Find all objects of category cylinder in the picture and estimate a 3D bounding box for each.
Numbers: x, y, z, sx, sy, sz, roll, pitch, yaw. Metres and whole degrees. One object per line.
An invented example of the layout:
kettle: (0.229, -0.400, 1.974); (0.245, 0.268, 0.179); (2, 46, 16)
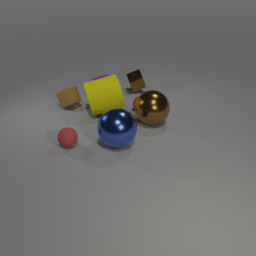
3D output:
cylinder: (-1.005, -1.386, 11.835); (1.400, 1.400, 1.400); (-17, 32, -6)

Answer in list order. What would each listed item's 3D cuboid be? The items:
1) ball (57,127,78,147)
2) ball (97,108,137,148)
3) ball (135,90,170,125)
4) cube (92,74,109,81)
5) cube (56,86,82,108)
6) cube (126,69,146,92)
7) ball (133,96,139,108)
ball: (-2.117, 0.321, 9.824); (0.700, 0.700, 0.700); (0, 30, 0)
ball: (-0.375, 0.002, 9.763); (1.400, 1.400, 1.400); (0, 30, 0)
ball: (0.963, -0.804, 11.139); (1.400, 1.400, 1.400); (0, 30, 0)
cube: (-1.262, -2.215, 13.853); (0.700, 0.700, 0.700); (-14, 7, 20)
cube: (-2.644, -1.377, 12.522); (0.700, 0.700, 0.700); (-17, 7, 38)
cube: (0.413, -2.354, 13.940); (0.700, 0.700, 0.700); (-21, 52, 5)
ball: (0.565, -1.071, 12.314); (0.700, 0.700, 0.700); (0, 30, 0)
